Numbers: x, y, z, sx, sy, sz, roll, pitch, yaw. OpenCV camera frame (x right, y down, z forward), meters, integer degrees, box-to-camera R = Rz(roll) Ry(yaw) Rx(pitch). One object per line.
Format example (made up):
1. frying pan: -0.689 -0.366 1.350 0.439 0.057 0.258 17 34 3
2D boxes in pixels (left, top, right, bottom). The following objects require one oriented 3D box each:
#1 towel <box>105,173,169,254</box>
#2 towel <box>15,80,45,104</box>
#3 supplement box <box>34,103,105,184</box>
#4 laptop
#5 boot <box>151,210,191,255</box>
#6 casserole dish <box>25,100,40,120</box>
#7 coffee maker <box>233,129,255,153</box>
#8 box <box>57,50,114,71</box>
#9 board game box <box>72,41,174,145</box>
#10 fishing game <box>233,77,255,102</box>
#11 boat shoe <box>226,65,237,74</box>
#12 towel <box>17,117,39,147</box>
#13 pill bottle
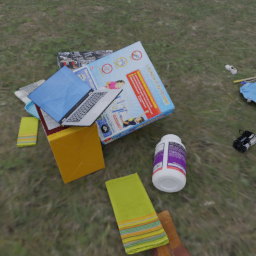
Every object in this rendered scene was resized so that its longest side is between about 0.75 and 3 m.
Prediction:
1. towel: 0.161 2.410 8.430 1.199 0.252 2.786 -11 34 -12
2. towel: -4.184 -1.627 13.005 1.683 0.302 1.748 -34 52 -30
3. supplement box: -2.014 0.195 9.652 1.496 2.223 2.253 -21 48 -16
4. laptop: -1.508 -1.017 8.233 1.921 1.114 1.799 2 41 37
5. boot: 0.650 3.273 7.553 1.945 0.707 2.066 -15 45 -15
6. casserole dish: -3.723 -0.730 11.927 1.360 0.264 0.824 30 51 10
7. coffee maker: 4.376 0.494 10.675 0.819 0.552 0.787 -29 30 -29
8. box: -1.743 -2.802 13.085 2.816 0.701 2.221 -8 44 -17
9. board game box: -0.234 -1.318 10.554 2.904 0.829 2.966 -25 79 -4
10. fishing game: 6.248 -1.537 12.839 2.139 0.464 2.987 -16 38 -17
11. boat shoe: 5.386 -3.109 14.582 0.283 0.279 0.798 -13 45 -14
12. towel: -4.004 0.131 11.290 0.714 0.150 1.659 -3 42 -10
13. pill bottle: 1.427 1.142 9.523 1.070 1.070 1.903 6 44 7
